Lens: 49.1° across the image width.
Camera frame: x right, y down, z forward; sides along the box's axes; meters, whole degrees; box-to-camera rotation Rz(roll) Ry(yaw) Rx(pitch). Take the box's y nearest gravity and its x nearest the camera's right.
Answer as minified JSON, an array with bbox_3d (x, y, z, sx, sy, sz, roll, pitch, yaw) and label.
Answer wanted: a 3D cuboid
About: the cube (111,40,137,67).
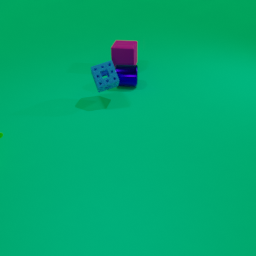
[{"bbox_3d":[-0.144,-3.150,12.112,0.983,0.983,0.983,5,36,9],"label":"cube"}]

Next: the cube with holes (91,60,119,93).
[{"bbox_3d":[-0.790,-1.745,9.580,0.745,0.745,0.745,-20,-3,-7],"label":"cube with holes"}]

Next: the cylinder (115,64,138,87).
[{"bbox_3d":[-0.045,-2.037,10.905,0.847,0.847,0.847,2,34,3],"label":"cylinder"}]

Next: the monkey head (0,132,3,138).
[{"bbox_3d":[-4.000,0.267,7.547,1.096,0.788,0.660,14,17,-22],"label":"monkey head"}]
